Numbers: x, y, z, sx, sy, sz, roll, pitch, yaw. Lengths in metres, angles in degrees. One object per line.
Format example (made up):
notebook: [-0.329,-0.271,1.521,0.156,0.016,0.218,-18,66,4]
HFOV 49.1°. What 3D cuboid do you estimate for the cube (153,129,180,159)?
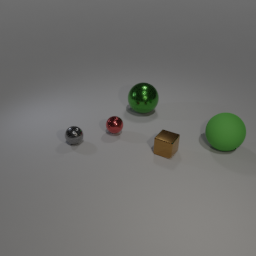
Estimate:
cube: [1.394,0.580,10.119,0.700,0.700,0.700,18,35,26]

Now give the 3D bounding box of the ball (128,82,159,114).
ball: [0.686,-1.344,12.615,1.400,1.400,1.400,0,31,0]

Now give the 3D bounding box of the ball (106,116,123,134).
ball: [-0.533,-0.130,11.155,0.700,0.700,0.700,0,31,0]

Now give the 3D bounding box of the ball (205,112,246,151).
ball: [3.537,0.137,10.176,1.400,1.400,1.400,0,31,0]

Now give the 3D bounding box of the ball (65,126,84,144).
ball: [-2.041,0.272,10.617,0.700,0.700,0.700,0,31,0]
